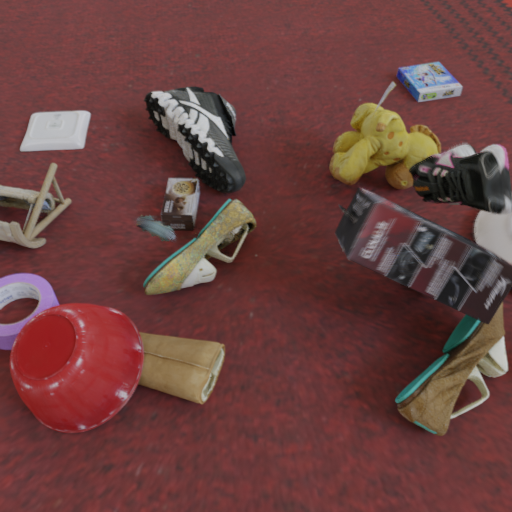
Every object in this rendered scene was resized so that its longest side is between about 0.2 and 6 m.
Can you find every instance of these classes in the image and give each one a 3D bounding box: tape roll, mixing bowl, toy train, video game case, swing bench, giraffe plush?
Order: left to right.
[{"bbox_3d":[-4.820,-0.944,10.773,1.711,1.116,1.720,11,54,9],"label":"swing bench"},{"bbox_3d":[-4.055,0.927,9.486,1.314,0.431,1.314,0,48,0],"label":"tape roll"},{"bbox_3d":[-2.782,1.462,8.157,1.988,1.077,1.988,-7,62,12],"label":"mixing bowl"},{"bbox_3d":[-1.716,-0.465,9.530,0.700,0.399,0.298,28,90,-5],"label":"toy train"},{"bbox_3d":[2.859,-2.186,11.585,1.846,2.277,1.964,27,46,-14],"label":"giraffe plush"},{"bbox_3d":[4.482,-4.531,14.542,1.191,0.299,1.314,-11,49,-11],"label":"video game case"}]

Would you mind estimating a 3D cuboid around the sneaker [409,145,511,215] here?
[{"bbox_3d":[3.179,-1.138,8.976,1.154,1.074,2.674,-13,9,5],"label":"sneaker"}]

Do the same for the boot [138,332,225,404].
[{"bbox_3d":[-1.786,1.839,8.469,2.187,0.723,1.916,13,49,10],"label":"boot"}]

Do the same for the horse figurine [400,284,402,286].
[{"bbox_3d":[3.504,0.214,10.104,1.623,0.405,1.075,16,63,6],"label":"horse figurine"}]

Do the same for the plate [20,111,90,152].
[{"bbox_3d":[-4.729,-3.008,13.201,1.447,0.234,1.451,-4,48,-2],"label":"plate"}]

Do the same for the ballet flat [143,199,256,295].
[{"bbox_3d":[-0.892,-0.043,10.148,0.925,0.925,2.618,27,54,22],"label":"ballet flat"}]

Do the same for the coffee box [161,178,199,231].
[{"bbox_3d":[-1.514,-1.041,11.262,0.625,0.441,1.106,2,48,2],"label":"coffee box"}]

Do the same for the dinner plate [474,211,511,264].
[{"bbox_3d":[5.795,-0.242,10.517,3.239,0.393,3.239,1,46,-1],"label":"dinner plate"}]

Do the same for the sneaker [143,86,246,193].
[{"bbox_3d":[-0.992,-2.791,12.327,1.671,1.227,3.693,-27,51,-19],"label":"sneaker"}]

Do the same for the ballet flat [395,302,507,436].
[{"bbox_3d":[3.235,1.697,8.580,0.977,0.916,2.701,45,60,10],"label":"ballet flat"}]

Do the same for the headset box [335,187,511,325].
[{"bbox_3d":[2.419,-0.142,8.759,2.560,0.989,1.905,26,12,-3],"label":"headset box"}]
